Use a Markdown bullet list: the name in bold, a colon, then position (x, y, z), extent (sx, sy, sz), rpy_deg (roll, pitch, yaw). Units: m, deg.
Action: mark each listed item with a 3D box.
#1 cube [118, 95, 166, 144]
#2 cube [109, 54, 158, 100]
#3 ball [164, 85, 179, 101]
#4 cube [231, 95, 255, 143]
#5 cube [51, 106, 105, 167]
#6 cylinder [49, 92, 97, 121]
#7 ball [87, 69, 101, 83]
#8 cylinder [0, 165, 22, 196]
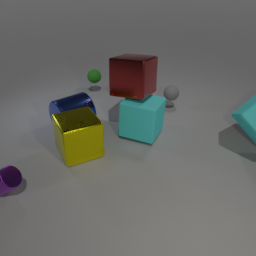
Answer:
- **cube**: position (0.551, -0.437, 10.805), extent (1.400, 1.400, 1.400), rpy_deg (14, 30, 18)
- **cube**: position (0.216, -1.969, 10.550), extent (1.400, 1.400, 1.400), rpy_deg (11, 25, 23)
- **ball**: position (1.956, -1.580, 12.646), extent (0.700, 0.700, 0.700), rpy_deg (0, 32, 0)
- **cube**: position (4.594, -0.359, 9.323), extent (1.400, 1.400, 1.400), rpy_deg (-40, -2, 7)
- **cube**: position (-1.741, 0.263, 9.821), extent (1.400, 1.400, 1.400), rpy_deg (-15, 35, -23)
- **cylinder**: position (-2.207, -0.587, 11.173), extent (1.400, 1.400, 1.400), rpy_deg (-23, 39, -33)
- **ball**: position (-1.698, -2.602, 14.101), extent (0.700, 0.700, 0.700), rpy_deg (0, 32, 0)
- **cylinder**: position (-3.586, 1.536, 8.163), extent (0.700, 0.700, 0.700), rpy_deg (-30, 20, 28)
